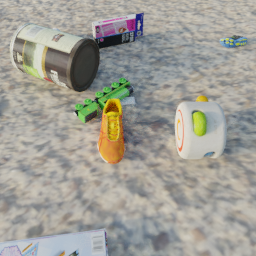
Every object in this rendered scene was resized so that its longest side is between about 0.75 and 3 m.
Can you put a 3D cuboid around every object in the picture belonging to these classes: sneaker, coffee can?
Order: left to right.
[{"bbox_3d":[-2.909,-2.882,11.385,2.898,2.121,2.121,21,51,18],"label":"coffee can"},{"bbox_3d":[-0.593,0.047,9.518,0.952,1.006,2.608,-3,49,-4],"label":"sneaker"},{"bbox_3d":[5.171,-4.298,13.858,1.387,0.492,0.575,-8,32,-8],"label":"sneaker"}]

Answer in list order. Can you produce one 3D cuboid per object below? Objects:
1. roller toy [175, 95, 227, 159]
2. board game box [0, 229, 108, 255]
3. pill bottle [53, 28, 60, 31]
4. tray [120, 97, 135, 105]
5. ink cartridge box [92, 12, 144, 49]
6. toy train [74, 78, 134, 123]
[{"bbox_3d":[2.316,0.062,8.939,1.388,1.812,1.986,-1,29,-1],"label":"roller toy"},{"bbox_3d":[-1.817,3.943,6.229,2.939,0.606,2.946,-5,48,-5],"label":"board game box"},{"bbox_3d":[-3.700,-4.156,13.420,0.841,0.841,1.497,9,46,8],"label":"pill bottle"},{"bbox_3d":[-0.128,-1.094,11.151,0.813,0.090,0.436,-5,47,-5],"label":"tray"},{"bbox_3d":[-0.390,-4.729,13.646,2.665,1.262,0.494,-18,50,-16],"label":"ink cartridge box"},{"bbox_3d":[-0.851,-1.096,10.834,2.761,0.576,0.779,-35,61,-28],"label":"toy train"}]
